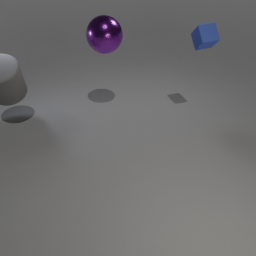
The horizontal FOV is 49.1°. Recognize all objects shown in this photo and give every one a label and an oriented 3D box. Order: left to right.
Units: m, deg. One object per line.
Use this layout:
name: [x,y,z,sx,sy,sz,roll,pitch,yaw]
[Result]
cylinder: [-4.633,-1.781,10.466,1.400,1.400,1.400,2,59,-4]
ball: [-0.894,-3.550,10.669,1.400,1.400,1.400,0,33,0]
cube: [2.853,-3.387,10.385,0.700,0.700,0.700,-13,-5,-12]
